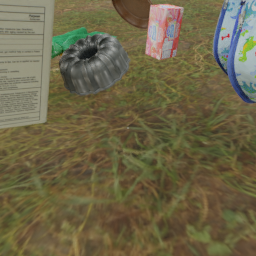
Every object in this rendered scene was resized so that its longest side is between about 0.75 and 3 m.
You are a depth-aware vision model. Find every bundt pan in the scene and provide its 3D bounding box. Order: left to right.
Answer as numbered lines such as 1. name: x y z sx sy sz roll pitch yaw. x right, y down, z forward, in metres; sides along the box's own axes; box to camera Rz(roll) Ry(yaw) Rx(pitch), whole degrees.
1. bundt pan: -0.634 -1.170 4.824 1.281 0.481 1.281 -12 49 13

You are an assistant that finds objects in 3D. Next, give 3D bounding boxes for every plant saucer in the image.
1. plant saucer: 0.249 -4.254 9.749 1.824 1.824 0.334 24 73 29

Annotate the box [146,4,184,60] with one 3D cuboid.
1. box: 1.068 -2.881 8.412 0.747 1.456 0.689 -22 41 -35

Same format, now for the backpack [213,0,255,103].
1. backpack: 2.981 -1.775 5.996 1.811 2.255 2.464 8 77 46

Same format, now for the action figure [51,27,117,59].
1. action figure: -1.707 -2.597 8.716 1.741 0.806 2.948 8 25 21

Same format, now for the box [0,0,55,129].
1. box: -1.938 -1.128 4.043 1.363 2.132 1.162 -9 46 -29
